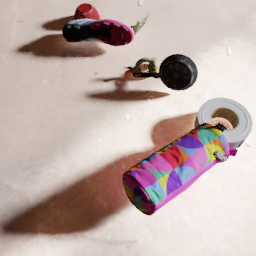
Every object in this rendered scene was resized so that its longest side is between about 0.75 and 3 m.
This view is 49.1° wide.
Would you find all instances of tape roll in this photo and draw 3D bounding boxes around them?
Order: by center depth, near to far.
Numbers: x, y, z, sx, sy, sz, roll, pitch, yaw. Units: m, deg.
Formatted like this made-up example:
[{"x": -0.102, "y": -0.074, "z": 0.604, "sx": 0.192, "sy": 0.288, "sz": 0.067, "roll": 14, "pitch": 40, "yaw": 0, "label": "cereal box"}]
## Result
[{"x": 2.784, "y": -0.122, "z": 8.240, "sx": 1.592, "sy": 0.557, "sz": 1.592, "roll": 0, "pitch": 58, "yaw": 0, "label": "tape roll"}]

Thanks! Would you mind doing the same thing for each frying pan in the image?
[{"x": 1.182, "y": -1.837, "z": 8.896, "sx": 2.065, "sy": 1.249, "sz": 0.336, "roll": 19, "pitch": 38, "yaw": 8, "label": "frying pan"}]

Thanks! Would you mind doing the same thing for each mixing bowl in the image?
[{"x": -1.664, "y": -4.530, "z": 11.128, "sx": 1.118, "sy": 0.605, "sz": 1.118, "roll": -1, "pitch": 62, "yaw": 1, "label": "mixing bowl"}]

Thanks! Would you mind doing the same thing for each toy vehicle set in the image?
[{"x": 0.500, "y": -4.031, "z": 10.765, "sx": 0.127, "sy": 0.597, "sz": 0.960, "roll": 32, "pitch": 51, "yaw": 0, "label": "toy vehicle set"}]

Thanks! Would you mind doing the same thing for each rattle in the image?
[{"x": 0.392, "y": -2.155, "z": 9.640, "sx": 1.177, "sy": 0.766, "sz": 0.841, "roll": -12, "pitch": 54, "yaw": 13, "label": "rattle"}]

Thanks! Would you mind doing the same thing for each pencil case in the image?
[{"x": 1.286, "y": 0.940, "z": 6.995, "sx": 2.949, "sy": 1.303, "sz": 1.303, "roll": -29, "pitch": 61, "yaw": -22, "label": "pencil case"}]

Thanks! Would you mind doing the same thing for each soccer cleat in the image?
[{"x": -1.062, "y": -3.637, "z": 10.306, "sx": 2.701, "sy": 0.944, "sz": 1.166, "roll": 6, "pitch": 37, "yaw": 7, "label": "soccer cleat"}]
